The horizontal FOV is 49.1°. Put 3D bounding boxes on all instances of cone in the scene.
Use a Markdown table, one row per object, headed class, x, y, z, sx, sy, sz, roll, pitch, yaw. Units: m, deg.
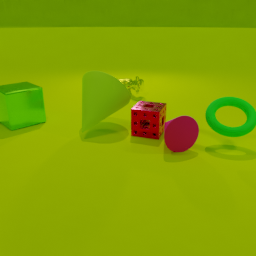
| class | x | y | z | sx | sy | sz | roll | pitch | yaw |
| --- | --- | --- | --- | --- | --- | --- | --- | --- | --- |
| cone | 1.175 | 0.008 | 7.313 | 0.964 | 0.964 | 0.967 | -7 | 21 | -17 |
| cone | -0.957 | -0.515 | 8.076 | 1.588 | 1.588 | 1.594 | 11 | 59 | 26 |

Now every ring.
| class | x | y | z | sx | sy | sz | roll | pitch | yaw |
| --- | --- | --- | --- | --- | --- | --- | --- | --- | --- |
| ring | 2.632 | -0.305 | 7.162 | 1.270 | 0.254 | 1.270 | -4 | 53 | 6 |

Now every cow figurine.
| class | x | y | z | sx | sy | sz | roll | pitch | yaw |
| --- | --- | --- | --- | --- | --- | --- | --- | --- | --- |
| cow figurine | -0.007 | -1.810 | 11.901 | 1.346 | 0.739 | 1.325 | -2 | 8 | -8 |

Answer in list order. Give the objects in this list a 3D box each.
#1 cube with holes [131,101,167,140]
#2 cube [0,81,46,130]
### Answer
| class | x | y | z | sx | sy | sz | roll | pitch | yaw |
| --- | --- | --- | --- | --- | --- | --- | --- | --- | --- |
| cube with holes | 0.605 | -0.248 | 8.075 | 0.820 | 0.820 | 0.820 | 8 | 24 | 19 |
| cube | -3.426 | -0.740 | 8.866 | 1.156 | 1.156 | 1.156 | -19 | 28 | -38 |
